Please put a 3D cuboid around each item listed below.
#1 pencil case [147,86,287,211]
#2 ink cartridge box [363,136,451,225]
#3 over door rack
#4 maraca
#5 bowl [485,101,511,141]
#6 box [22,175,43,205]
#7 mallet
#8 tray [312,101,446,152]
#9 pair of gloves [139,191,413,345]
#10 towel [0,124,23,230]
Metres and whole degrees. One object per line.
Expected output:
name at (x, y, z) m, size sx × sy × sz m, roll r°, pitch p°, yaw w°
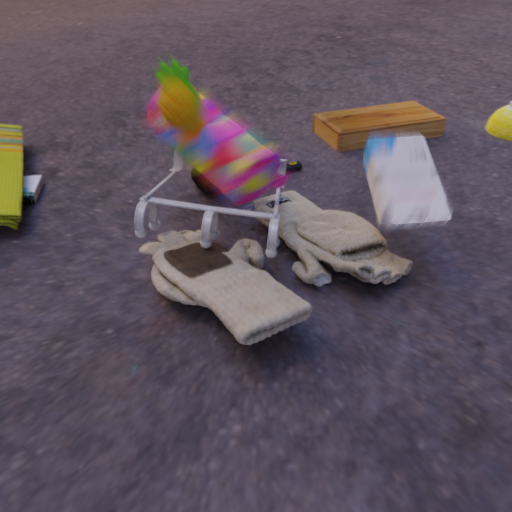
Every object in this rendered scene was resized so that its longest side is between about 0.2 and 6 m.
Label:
pencil case at (-0.674, -1.772, 8.781) m, size 1.065 × 1.065 × 2.410 m, roll -28°, pitch 62°, yaw -36°
ink cartridge box at (2.105, -0.964, 7.956) m, size 0.862 × 0.497 × 1.489 m, roll -4°, pitch 60°, yaw -4°
over door rack at (-0.585, -0.847, 8.979) m, size 2.086 × 0.941 × 2.824 m, roll 8°, pitch 29°, yaw 1°
maraca at (-1.073, -2.191, 7.799) m, size 0.695 × 1.013 × 0.542 m, roll 1°, pitch 28°, yaw 33°
bowl at (6.049, -3.179, 12.915) m, size 1.304 × 0.701 × 1.304 m, roll 0°, pitch 34°, yaw 0°
box at (-4.635, -1.203, 10.379) m, size 1.186 × 0.215 × 0.856 m, roll -5°, pitch 34°, yaw -7°
mallet at (-0.188, -1.655, 10.960) m, size 2.278 × 0.469 × 0.750 m, roll -16°, pitch 33°, yaw -31°
tray at (2.806, -3.026, 12.881) m, size 2.696 × 0.499 × 1.330 m, roll -12°, pitch 35°, yaw -16°
pair of gloves at (0.241, 0.062, 8.160) m, size 3.415 × 0.599 × 2.904 m, roll -23°, pitch 36°, yaw -35°
towel at (-5.270, -1.622, 10.336) m, size 1.800 × 0.378 × 4.182 m, roll 0°, pitch 32°, yaw -22°
